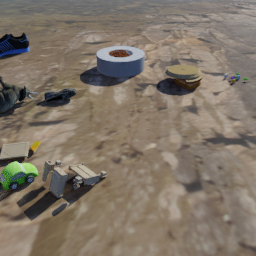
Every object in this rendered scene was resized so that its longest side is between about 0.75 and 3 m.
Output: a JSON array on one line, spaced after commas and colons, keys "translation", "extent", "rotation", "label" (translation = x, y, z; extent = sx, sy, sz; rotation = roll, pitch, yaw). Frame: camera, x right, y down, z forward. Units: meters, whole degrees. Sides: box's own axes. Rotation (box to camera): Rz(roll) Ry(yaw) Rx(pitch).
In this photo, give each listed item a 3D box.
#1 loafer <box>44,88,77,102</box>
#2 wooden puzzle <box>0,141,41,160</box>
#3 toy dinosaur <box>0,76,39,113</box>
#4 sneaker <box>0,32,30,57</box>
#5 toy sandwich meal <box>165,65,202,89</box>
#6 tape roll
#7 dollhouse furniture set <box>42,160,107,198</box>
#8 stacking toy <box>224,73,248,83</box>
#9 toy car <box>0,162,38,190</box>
[{"translation": [-2.845, -1.325, 11.844], "extent": [1.362, 0.489, 0.428], "rotation": [-10, 52, -3], "label": "loafer"}, {"translation": [-3.576, 0.736, 8.900], "extent": [1.440, 0.168, 0.971], "rotation": [-3, 29, -4], "label": "wooden puzzle"}, {"translation": [-4.887, -1.203, 11.076], "extent": [1.252, 0.942, 2.449], "rotation": [41, 57, 7], "label": "toy dinosaur"}, {"translation": [-7.414, -4.994, 16.719], "extent": [2.913, 1.135, 1.022], "rotation": [-18, 38, -26], "label": "sneaker"}, {"translation": [2.682, -2.484, 13.427], "extent": [1.893, 0.648, 1.893], "rotation": [-1, 30, 1], "label": "toy sandwich meal"}, {"translation": [-0.390, -3.553, 14.800], "extent": [2.545, 0.841, 2.545], "rotation": [0, 34, 0], "label": "tape roll"}, {"translation": [-1.510, 1.384, 7.853], "extent": [1.174, 0.672, 1.376], "rotation": [29, 19, 35], "label": "dollhouse furniture set"}, {"translation": [5.272, -2.447, 13.714], "extent": [0.941, 0.221, 0.710], "rotation": [-9, 36, -17], "label": "stacking toy"}, {"translation": [-3.566, 1.426, 7.418], "extent": [2.312, 0.548, 2.457], "rotation": [-23, 42, -31], "label": "toy car"}]
